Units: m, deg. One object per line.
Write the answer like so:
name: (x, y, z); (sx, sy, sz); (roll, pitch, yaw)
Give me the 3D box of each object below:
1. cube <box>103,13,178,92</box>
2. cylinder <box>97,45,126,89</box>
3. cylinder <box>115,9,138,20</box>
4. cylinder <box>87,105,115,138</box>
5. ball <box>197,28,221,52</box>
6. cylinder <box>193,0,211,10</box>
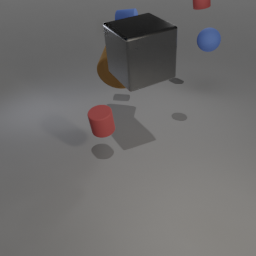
cube: (0.316, -2.024, 7.358); (1.400, 1.400, 1.400); (-20, 41, -18)
cylinder: (-0.218, -2.317, 9.604); (1.400, 1.400, 1.400); (7, 53, 11)
cylinder: (-0.037, -3.833, 9.933); (0.700, 0.700, 0.700); (1, 30, 14)
cylinder: (-0.766, -0.197, 8.142); (0.700, 0.700, 0.700); (-5, 42, 5)
ball: (2.443, -2.666, 8.474); (0.700, 0.700, 0.700); (0, 30, 0)
cylinder: (2.986, -5.262, 11.379); (0.700, 0.700, 0.700); (-10, 33, 6)
